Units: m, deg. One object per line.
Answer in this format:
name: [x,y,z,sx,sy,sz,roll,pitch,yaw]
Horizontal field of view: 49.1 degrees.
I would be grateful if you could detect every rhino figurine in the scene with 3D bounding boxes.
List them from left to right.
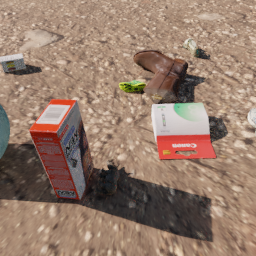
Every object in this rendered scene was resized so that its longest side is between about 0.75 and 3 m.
rhino figurine: [-0.509,1.335,7.812,0.548,0.375,1.254,18,40,-4]

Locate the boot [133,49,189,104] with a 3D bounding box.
boot: [1.016,-2.123,11.609,2.640,0.910,2.832,13,46,18]

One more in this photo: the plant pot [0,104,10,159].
plant pot: [-4.519,0.007,7.973,2.736,2.736,1.842,5,15,6]

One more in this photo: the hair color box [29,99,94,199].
hair color box: [-1.569,0.581,7.159,0.745,2.330,1.292,3,40,12]

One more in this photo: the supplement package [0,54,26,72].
supplement package: [-5.232,-2.965,12.751,0.977,0.556,0.535,-15,41,-15]

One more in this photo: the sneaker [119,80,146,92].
sneaker: [0.180,-1.719,11.476,1.103,0.409,0.461,-1,26,-6]

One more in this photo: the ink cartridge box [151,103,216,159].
ink cartridge box: [1.785,0.023,9.265,1.828,0.569,2.272,-1,39,-1]

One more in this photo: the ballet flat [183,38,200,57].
ballet flat: [3.207,-4.166,14.120,0.538,0.597,1.587,-15,42,-4]

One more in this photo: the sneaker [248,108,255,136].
sneaker: [4.560,-0.250,9.443,0.621,0.690,1.599,1,40,1]
